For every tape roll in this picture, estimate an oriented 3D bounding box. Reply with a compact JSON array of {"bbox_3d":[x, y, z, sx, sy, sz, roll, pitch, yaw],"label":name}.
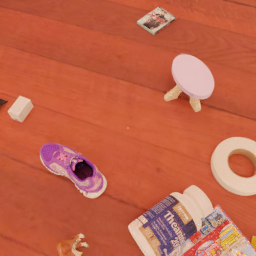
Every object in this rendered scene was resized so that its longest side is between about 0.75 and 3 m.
[{"bbox_3d":[3.822,1.246,9.411,2.012,0.368,2.012,0,60,1],"label":"tape roll"}]

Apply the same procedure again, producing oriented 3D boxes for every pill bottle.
[{"bbox_3d":[1.264,2.670,8.024,2.287,1.269,1.269,-32,65,-15],"label":"pill bottle"}]

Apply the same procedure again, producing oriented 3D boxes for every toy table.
[{"bbox_3d":[2.323,-1.646,10.593,1.893,1.206,2.059,-8,60,-4],"label":"toy table"}]

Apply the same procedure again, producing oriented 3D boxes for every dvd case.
[{"bbox_3d":[1.345,-5.066,13.161,1.539,0.169,1.124,-39,67,-21],"label":"dvd case"}]

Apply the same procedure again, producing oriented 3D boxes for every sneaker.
[{"bbox_3d":[-1.820,1.154,9.023,2.589,1.145,1.041,31,66,18],"label":"sneaker"}]

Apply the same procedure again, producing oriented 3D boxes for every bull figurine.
[{"bbox_3d":[-1.438,3.810,7.856,0.960,0.515,1.581,-23,64,-15],"label":"bull figurine"}]

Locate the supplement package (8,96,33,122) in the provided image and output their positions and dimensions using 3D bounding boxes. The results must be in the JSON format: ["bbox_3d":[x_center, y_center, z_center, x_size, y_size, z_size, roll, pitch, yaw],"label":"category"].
[{"bbox_3d":[-4.001,-0.711,10.471,0.481,0.475,0.793,21,62,12],"label":"supplement package"}]

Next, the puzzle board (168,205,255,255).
[{"bbox_3d":[2.321,3.630,8.064,2.411,0.210,1.817,-32,63,-14],"label":"puzzle board"}]

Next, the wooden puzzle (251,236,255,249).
[{"bbox_3d":[4.250,4.046,7.884,1.904,0.223,1.284,30,64,16],"label":"wooden puzzle"}]

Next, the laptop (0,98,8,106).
[{"bbox_3d":[-5.195,-0.800,10.779,0.753,0.466,0.804,19,34,10],"label":"laptop"}]
